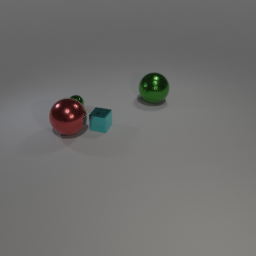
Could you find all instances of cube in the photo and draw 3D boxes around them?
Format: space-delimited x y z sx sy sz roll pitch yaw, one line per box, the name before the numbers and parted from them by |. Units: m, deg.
cube | -1.070 -0.324 11.052 0.700 0.700 0.700 9 34 14

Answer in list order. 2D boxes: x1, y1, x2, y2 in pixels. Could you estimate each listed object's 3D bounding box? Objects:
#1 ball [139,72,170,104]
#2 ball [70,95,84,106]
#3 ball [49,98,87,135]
ball | 1.179 -1.814 12.725 1.400 1.400 1.400 0 33 0
ball | -2.277 -1.099 12.280 0.700 0.700 0.700 0 33 0
ball | -2.249 -0.422 10.546 1.400 1.400 1.400 0 33 0
